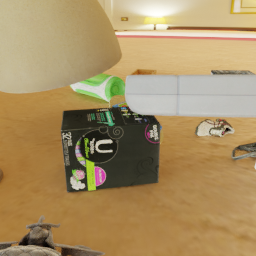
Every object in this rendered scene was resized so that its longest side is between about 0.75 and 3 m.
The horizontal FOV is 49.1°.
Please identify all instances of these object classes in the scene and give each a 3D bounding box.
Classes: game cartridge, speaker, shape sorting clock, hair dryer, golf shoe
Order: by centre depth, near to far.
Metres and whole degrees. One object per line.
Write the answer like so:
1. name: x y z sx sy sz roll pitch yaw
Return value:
1. game cartridge: 1.436 -0.506 4.056 2.955 0.604 1.967 0 5 1
2. hair dryer: 3.742 0.207 5.864 2.875 0.781 2.190 -19 28 -40
3. shape sorting clock: 0.203 -0.191 6.554 1.562 0.306 1.562 32 31 -23
4. golf shoe: 2.113 0.015 6.830 1.035 0.400 0.456 -11 32 -24
5. speaker: -1.108 -1.506 9.747 2.137 0.945 0.945 20 30 39

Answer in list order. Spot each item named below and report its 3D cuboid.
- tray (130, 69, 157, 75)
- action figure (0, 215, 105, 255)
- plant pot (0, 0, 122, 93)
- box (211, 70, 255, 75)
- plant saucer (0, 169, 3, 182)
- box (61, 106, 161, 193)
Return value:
1. tray: 0.615 -2.220 12.177 0.911 0.342 1.847 7 25 15
2. action figure: -1.017 1.636 2.291 1.845 0.983 2.835 -6 20 1
3. plant pot: -1.752 -2.263 6.061 2.963 1.989 2.963 -8 30 5
4. box: 4.272 -1.884 11.113 1.628 0.527 2.065 1 22 4
5. plant saucer: -2.877 0.903 4.992 1.188 0.175 1.188 -1 23 0
6. box: -0.321 0.325 5.018 1.610 1.196 1.001 -4 23 -10
